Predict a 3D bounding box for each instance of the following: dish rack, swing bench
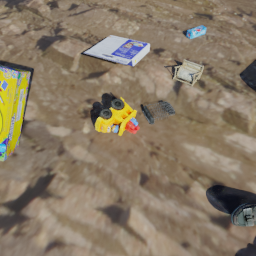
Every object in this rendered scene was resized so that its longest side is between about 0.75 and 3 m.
[{"bbox_3d":[1.040,-0.542,9.297,0.974,0.266,0.747,-14,50,-15],"label":"dish rack"},{"bbox_3d":[2.274,-2.098,10.568,0.834,0.544,0.838,27,47,24],"label":"swing bench"}]

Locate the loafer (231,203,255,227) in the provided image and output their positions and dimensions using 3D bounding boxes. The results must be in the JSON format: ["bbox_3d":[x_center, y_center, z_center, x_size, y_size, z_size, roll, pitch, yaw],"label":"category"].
[{"bbox_3d":[2.988,1.984,6.486,1.343,0.422,0.482,-4,87,-29],"label":"loafer"}]

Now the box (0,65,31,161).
[{"bbox_3d":[-4.000,-0.588,7.340,2.224,2.309,1.409,11,10,-9],"label":"box"}]

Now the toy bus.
[{"bbox_3d":[-0.256,-0.172,8.670,1.156,0.817,1.204,39,59,12],"label":"toy bus"}]

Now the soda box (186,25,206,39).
[{"bbox_3d":[3.135,-4.396,12.845,0.937,0.318,0.301,-25,52,-22],"label":"soda box"}]

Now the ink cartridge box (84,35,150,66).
[{"bbox_3d":[-0.404,-2.970,11.009,1.918,0.456,1.941,21,48,22],"label":"ink cartridge box"}]
